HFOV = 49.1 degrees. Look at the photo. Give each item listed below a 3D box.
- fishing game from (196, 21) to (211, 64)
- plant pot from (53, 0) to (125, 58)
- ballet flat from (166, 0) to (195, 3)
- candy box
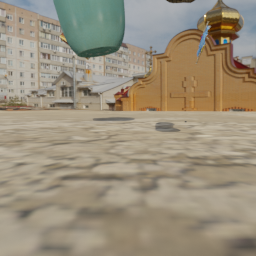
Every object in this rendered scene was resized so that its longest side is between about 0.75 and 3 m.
[{"bbox_3d":[2.082,-2.364,7.643,0.186,0.858,1.198,17,50,3],"label":"fishing game"},{"bbox_3d":[-1.030,-3.121,8.498,2.123,1.704,2.123,-10,4,1],"label":"plant pot"},{"bbox_3d":[0.709,-2.641,4.100,0.880,2.611,0.605,28,-40,-32],"label":"ballet flat"},{"bbox_3d":[-1.291,-3.611,9.841,1.218,2.088,0.589,37,0,-6],"label":"candy box"}]
